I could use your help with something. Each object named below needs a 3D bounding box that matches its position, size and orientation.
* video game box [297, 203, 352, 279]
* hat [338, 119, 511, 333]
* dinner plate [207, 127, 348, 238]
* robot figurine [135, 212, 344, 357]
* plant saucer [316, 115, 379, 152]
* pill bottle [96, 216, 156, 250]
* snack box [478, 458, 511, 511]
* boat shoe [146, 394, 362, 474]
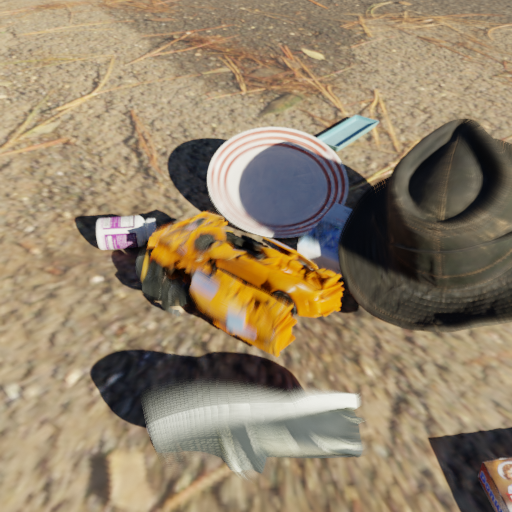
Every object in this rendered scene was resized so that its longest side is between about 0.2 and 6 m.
[{"bbox_3d":[1.607,-0.153,8.930,1.490,0.349,1.357,25,44,23],"label":"video game box"},{"bbox_3d":[2.633,-0.819,7.520,3.684,1.486,3.684,-16,42,15],"label":"hat"},{"bbox_3d":[0.391,-1.332,10.213,2.562,0.311,2.562,3,58,-4],"label":"dinner plate"},{"bbox_3d":[-0.339,0.216,8.101,2.945,0.857,2.135,28,39,32],"label":"robot figurine"},{"bbox_3d":[2.102,-2.832,12.909,0.649,0.176,1.856,25,44,30],"label":"plant saucer"},{"bbox_3d":[-2.129,-0.390,9.254,0.937,0.526,0.526,-4,36,-6],"label":"pill bottle"},{"bbox_3d":[3.656,2.379,5.629,2.569,0.312,0.924,-5,36,-7],"label":"snack box"},{"bbox_3d":[0.029,1.884,5.793,2.263,0.855,0.683,-5,67,-8],"label":"boat shoe"}]
